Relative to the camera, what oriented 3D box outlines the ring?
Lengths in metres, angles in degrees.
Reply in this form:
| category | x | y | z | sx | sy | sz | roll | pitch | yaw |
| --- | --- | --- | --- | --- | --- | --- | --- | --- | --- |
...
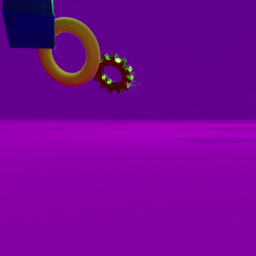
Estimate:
| category | x | y | z | sx | sy | sz | roll | pitch | yaw |
| --- | --- | --- | --- | --- | --- | --- | --- | --- | --- |
| ring | -1.749 | -2.182 | 8.196 | 1.973 | 1.973 | 0.395 | 1 | 23 | 19 |

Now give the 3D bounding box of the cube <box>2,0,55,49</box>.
| category | x | y | z | sx | sy | sz | roll | pitch | yaw |
| --- | --- | --- | --- | --- | --- | --- | --- | --- | --- |
| cube | -2.298 | -2.631 | 6.602 | 1.065 | 1.065 | 1.065 | -3 | -28 | -15 |

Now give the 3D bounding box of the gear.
| category | x | y | z | sx | sy | sz | roll | pitch | yaw |
| --- | --- | --- | --- | --- | --- | --- | --- | --- | --- |
| gear | -0.590 | -2.055 | 10.671 | 1.564 | 1.564 | 0.289 | 1 | 37 | 24 |
